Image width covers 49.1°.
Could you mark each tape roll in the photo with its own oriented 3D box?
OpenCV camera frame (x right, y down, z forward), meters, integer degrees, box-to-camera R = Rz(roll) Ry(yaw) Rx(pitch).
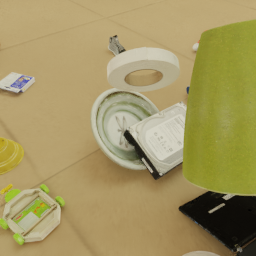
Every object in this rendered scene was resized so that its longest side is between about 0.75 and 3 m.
[{"bbox_3d":[0.272,-1.000,5.028,1.317,1.317,0.241,-3,75,-3],"label":"tape roll"}]

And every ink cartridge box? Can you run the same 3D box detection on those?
[{"bbox_3d":[-4.192,-1.632,10.381,1.049,0.249,1.061,15,47,14],"label":"ink cartridge box"}]

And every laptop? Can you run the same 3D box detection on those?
[{"bbox_3d":[2.962,2.369,6.134,2.432,1.417,2.744,-21,21,-22],"label":"laptop"}]

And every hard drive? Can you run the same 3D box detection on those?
[{"bbox_3d":[1.164,0.257,7.724,2.206,0.417,1.541,-25,71,-32],"label":"hard drive"}]

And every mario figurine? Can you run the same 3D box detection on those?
[{"bbox_3d":[3.477,-3.603,12.366,0.992,0.852,1.607,38,49,-24],"label":"mario figurine"}]

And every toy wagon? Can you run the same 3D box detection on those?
[{"bbox_3d":[-2.337,1.876,6.532,1.641,0.325,1.274,28,49,27],"label":"toy wagon"}]

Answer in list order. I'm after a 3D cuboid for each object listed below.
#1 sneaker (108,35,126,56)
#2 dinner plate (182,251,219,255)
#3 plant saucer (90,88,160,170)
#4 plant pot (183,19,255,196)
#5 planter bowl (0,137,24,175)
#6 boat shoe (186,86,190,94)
[{"bbox_3d":[-0.452,-3.560,12.049,0.502,0.773,1.339,-28,49,-27],"label":"sneaker"},{"bbox_3d":[1.527,3.136,5.281,1.690,0.205,1.690,0,44,0],"label":"dinner plate"},{"bbox_3d":[-0.007,0.057,7.824,2.435,0.611,2.435,14,60,-26],"label":"plant saucer"},{"bbox_3d":[2.046,-0.489,5.009,2.398,2.563,2.398,-8,9,1],"label":"plant pot"},{"bbox_3d":[-3.604,0.636,7.707,1.301,0.542,1.301,0,42,0],"label":"planter bowl"},{"bbox_3d":[2.469,-1.122,9.763,0.383,0.382,1.057,-21,57,-28],"label":"boat shoe"}]
